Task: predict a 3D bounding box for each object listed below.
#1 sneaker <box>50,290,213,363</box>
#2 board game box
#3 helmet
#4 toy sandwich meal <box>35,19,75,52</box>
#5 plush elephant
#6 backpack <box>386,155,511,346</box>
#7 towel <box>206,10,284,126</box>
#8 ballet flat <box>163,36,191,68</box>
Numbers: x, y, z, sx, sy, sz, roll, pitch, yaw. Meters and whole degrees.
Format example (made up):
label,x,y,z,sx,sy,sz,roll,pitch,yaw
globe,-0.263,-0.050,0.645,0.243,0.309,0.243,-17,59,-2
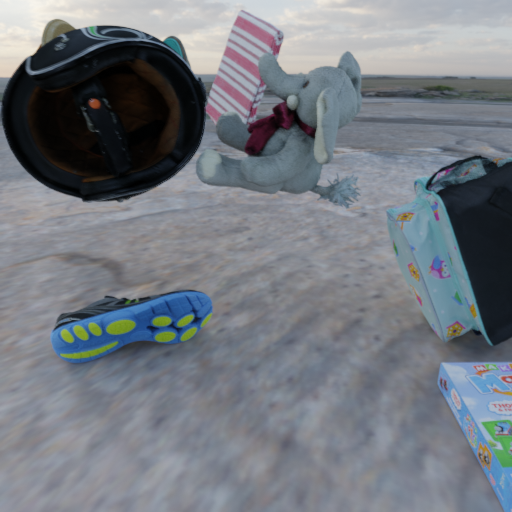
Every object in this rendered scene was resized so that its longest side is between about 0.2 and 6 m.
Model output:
label,x,y,z,sx,sy,sz,roll,pitch,yaw
sneaker,-1.738,0.836,7.989,2.305,0.817,0.955,-11,29,-19
board game box,3.038,1.821,5.980,1.573,0.380,2.079,0,20,0
helmet,-2.471,-2.302,9.201,3.010,3.010,2.870,-13,19,-30
toy sandwich meal,-3.620,-3.557,10.395,0.551,1.608,1.608,-4,18,19
plush elephant,0.639,-2.165,8.958,2.863,2.216,2.358,20,34,4
backpack,3.161,-0.182,8.322,2.141,2.455,2.793,-22,11,21
towel,-0.305,-4.117,12.902,0.399,2.668,1.953,3,32,-36
ballet flat,-2.092,-4.420,15.078,0.955,2.833,0.902,9,25,21
